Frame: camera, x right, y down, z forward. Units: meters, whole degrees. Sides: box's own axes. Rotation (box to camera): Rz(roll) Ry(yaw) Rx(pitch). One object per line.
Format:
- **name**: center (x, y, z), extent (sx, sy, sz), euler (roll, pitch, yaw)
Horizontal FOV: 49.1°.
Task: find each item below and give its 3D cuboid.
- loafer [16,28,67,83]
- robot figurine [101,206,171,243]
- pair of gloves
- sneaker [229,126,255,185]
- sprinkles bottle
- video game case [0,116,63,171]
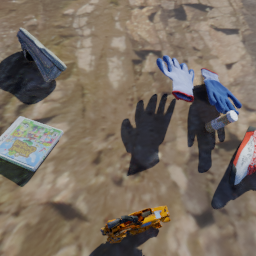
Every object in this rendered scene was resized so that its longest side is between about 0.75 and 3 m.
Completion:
- **loafer**: center (-3.396, -2.696, 10.204), extent (2.883, 1.037, 0.907), euler (41, 91, 29)
- **robot figurine**: center (0.143, 2.197, 6.364), extent (1.543, 1.119, 0.449), euler (-10, 60, -22)
- **pair of gloves**: center (2.280, -1.354, 8.958), extent (2.973, 0.339, 2.390), euler (17, 40, -18)
- **sneaker**: center (3.568, 0.831, 7.606), extent (1.124, 0.700, 2.097), euler (20, 51, 26)
- **sprinkles bottle**: center (2.736, -0.176, 8.248), extent (0.329, 0.963, 0.329), euler (15, 60, -29)
- **video game case**: center (-2.982, 0.402, 8.233), extent (1.632, 0.180, 1.485), euler (18, 52, 17)
